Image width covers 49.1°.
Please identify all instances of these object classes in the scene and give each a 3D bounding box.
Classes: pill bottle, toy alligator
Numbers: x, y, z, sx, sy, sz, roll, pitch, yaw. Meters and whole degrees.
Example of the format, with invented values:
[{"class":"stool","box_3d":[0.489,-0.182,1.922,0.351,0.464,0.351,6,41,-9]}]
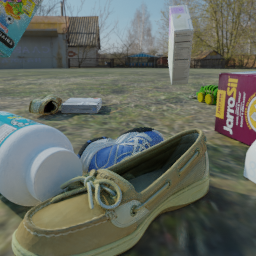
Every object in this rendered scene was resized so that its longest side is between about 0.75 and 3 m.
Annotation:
[{"class":"pill bottle","box_3d":[-1.424,0.393,3.774,1.858,1.029,1.029,15,20,42]},{"class":"toy alligator","box_3d":[3.282,-1.451,11.614,0.790,0.722,2.663,-5,15,-18]}]

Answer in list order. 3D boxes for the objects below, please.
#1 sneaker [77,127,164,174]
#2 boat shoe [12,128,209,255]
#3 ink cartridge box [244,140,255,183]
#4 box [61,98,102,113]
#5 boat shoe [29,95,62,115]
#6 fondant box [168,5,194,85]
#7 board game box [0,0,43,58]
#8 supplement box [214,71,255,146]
[{"class":"sneaker","box_3d":[0.057,0.482,4.469,0.720,0.707,1.869,35,32,29]},{"class":"boat shoe","box_3d":[0.031,0.627,3.191,2.686,0.845,0.980,-11,18,-38]},{"class":"ink cartridge box","box_3d":[2.009,0.357,3.893,0.243,1.027,0.822,-3,15,-13]},{"class":"box","box_3d":[-1.603,-0.815,9.945,1.217,0.321,1.561,0,15,-1]},{"class":"boat shoe","box_3d":[-2.562,-0.707,9.181,0.541,0.603,1.630,17,20,12]},{"class":"fondant box","box_3d":[1.459,-2.329,7.995,0.527,1.808,1.305,-2,50,3]},{"class":"board game box","box_3d":[-3.243,-3.065,7.106,0.468,1.995,1.506,11,-18,39]},{"class":"supplement box","box_3d":[3.017,-0.401,5.905,1.188,1.507,2.302,-4,14,-17]}]
